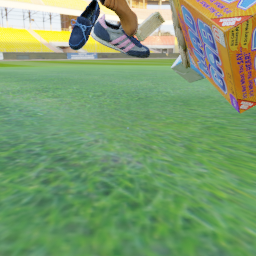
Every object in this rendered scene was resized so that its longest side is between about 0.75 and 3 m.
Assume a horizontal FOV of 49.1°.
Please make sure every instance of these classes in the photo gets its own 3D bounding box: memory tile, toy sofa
[{"bbox_3d":[1.211,-3.051,7.144,0.231,2.751,2.109,-12,56,12],"label":"memory tile"},{"bbox_3d":[0.829,-4.097,11.340,1.282,0.531,0.626,-43,25,-2],"label":"toy sofa"}]

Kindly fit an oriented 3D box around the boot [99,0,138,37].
[{"bbox_3d":[-0.201,-2.379,5.558,0.414,1.080,0.838,-8,7,31],"label":"boot"}]

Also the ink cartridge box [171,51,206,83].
[{"bbox_3d":[2.840,-3.032,9.541,0.981,2.892,1.665,36,1,-6],"label":"ink cartridge box"}]

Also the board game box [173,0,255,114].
[{"bbox_3d":[2.242,-1.891,5.107,1.935,1.934,1.936,-30,47,5],"label":"board game box"}]

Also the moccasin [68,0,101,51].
[{"bbox_3d":[-1.595,-3.682,9.792,0.797,1.980,0.675,19,-15,3],"label":"moccasin"}]

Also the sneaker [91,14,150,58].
[{"bbox_3d":[-0.076,-2.593,8.012,1.859,0.763,0.652,14,38,-24],"label":"sneaker"}]
